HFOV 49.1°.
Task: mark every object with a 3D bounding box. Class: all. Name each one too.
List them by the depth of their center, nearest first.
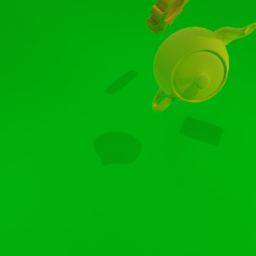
[{"bbox_3d":[1.091,-0.967,4.442,1.217,1.957,0.958,35,23,-26],"label":"teapot"},{"bbox_3d":[1.040,-2.956,6.671,0.276,1.493,1.493,42,56,6],"label":"gear"}]
